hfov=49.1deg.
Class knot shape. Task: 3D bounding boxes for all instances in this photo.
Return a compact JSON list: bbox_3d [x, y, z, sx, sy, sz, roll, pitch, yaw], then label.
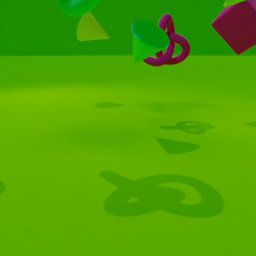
[{"bbox_3d":[0.924,-2.243,7.691,1.370,1.464,0.676,-33,28,-11],"label":"knot shape"},{"bbox_3d":[-0.730,-2.699,4.624,1.808,1.692,0.835,29,28,-10],"label":"knot shape"}]

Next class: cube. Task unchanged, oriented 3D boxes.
[{"bbox_3d":[3.411,-3.120,7.954,1.240,1.240,1.240,-50,10,-28],"label":"cube"}]

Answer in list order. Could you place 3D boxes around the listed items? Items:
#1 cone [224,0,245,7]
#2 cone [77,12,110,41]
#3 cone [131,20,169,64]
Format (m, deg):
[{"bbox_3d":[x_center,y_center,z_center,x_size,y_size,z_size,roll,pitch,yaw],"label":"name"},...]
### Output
[{"bbox_3d":[2.067,-2.410,4.310,1.418,1.413,1.413,-41,0,24],"label":"cone"},{"bbox_3d":[-1.182,-3.641,10.682,1.116,1.112,1.112,27,21,9],"label":"cone"},{"bbox_3d":[0.325,-1.808,6.451,0.915,0.918,0.915,14,51,-18],"label":"cone"}]
